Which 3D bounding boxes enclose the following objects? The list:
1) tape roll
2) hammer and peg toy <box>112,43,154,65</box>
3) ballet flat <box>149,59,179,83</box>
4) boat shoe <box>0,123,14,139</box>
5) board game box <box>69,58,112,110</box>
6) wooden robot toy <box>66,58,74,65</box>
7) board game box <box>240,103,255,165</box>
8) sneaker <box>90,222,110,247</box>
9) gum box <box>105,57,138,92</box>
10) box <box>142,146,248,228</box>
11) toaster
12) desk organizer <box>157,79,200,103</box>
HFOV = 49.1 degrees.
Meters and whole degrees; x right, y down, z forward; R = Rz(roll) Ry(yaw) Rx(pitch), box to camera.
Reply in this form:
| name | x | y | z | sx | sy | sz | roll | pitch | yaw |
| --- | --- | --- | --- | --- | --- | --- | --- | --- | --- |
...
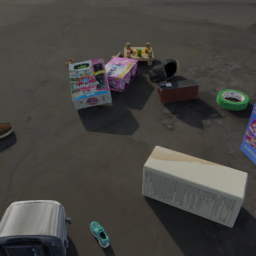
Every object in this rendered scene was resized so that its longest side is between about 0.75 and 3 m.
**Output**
| name | x | y | z | sx | sy | sz | roll | pitch | yaw |
| --- | --- | --- | --- | --- | --- | --- | --- | --- | --- |
| tape roll | 4.453 | -1.215 | 11.938 | 1.271 | 0.305 | 1.271 | -1 | 36 | 0 |
| hammer and peg toy | 0.245 | -4.102 | 15.363 | 2.263 | 0.798 | 1.665 | 0 | 37 | 0 |
| ballet flat | 1.876 | -2.635 | 13.047 | 0.817 | 0.956 | 2.878 | -1 | 22 | 31 |
| boat shoe | -5.024 | 0.098 | 9.876 | 1.819 | 0.673 | 0.672 | -20 | 41 | -24 |
| board game box | -1.613 | -1.905 | 11.870 | 1.541 | 0.671 | 2.089 | -12 | 58 | -1 |
| wooden robot toy | -3.161 | -3.516 | 14.999 | 0.382 | 0.371 | 0.842 | -8 | 36 | 8 |
| board game box | 4.526 | 0.709 | 8.089 | 0.614 | 1.844 | 2.742 | -11 | 39 | -14 |
| sneaker | -0.678 | 2.569 | 6.904 | 0.291 | 0.299 | 0.751 | -24 | 42 | -28 |
| gum box | -0.482 | -2.581 | 13.382 | 1.273 | 0.742 | 2.242 | 13 | 39 | 16 |
| box | 1.736 | 1.527 | 7.560 | 2.548 | 1.210 | 0.991 | 17 | 39 | 19 |
| toaster | -2.261 | 2.421 | 6.509 | 1.850 | 1.051 | 1.195 | -3 | 33 | -1 |
| desk organizer | 2.155 | -1.594 | 12.127 | 1.722 | 0.663 | 0.618 | -8 | 35 | -9 |
